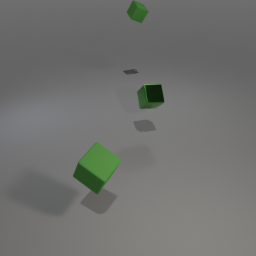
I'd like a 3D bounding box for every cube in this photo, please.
[{"bbox_3d":[-0.689,0.891,6.208,0.700,0.700,0.700,35,50,5],"label":"cube"},{"bbox_3d":[0.814,-1.130,10.130,0.700,0.700,0.700,-4,-13,-22],"label":"cube"},{"bbox_3d":[0.477,-5.870,14.146,0.700,0.700,0.700,5,46,-37],"label":"cube"}]
